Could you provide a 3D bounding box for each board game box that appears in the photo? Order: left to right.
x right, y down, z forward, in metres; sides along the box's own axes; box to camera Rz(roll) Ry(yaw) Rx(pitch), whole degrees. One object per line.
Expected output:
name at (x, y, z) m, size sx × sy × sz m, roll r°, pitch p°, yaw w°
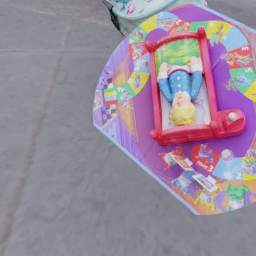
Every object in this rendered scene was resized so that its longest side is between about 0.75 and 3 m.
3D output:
board game box at (0.692, -0.428, 3.205) m, size 2.700 × 0.526 × 2.133 m, roll 40°, pitch 95°, yaw 25°

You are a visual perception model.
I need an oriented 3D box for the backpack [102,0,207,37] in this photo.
backpack at (0.591, -3.259, 6.856) m, size 2.265 × 1.921 × 2.552 m, roll -31°, pitch 50°, yaw 3°
